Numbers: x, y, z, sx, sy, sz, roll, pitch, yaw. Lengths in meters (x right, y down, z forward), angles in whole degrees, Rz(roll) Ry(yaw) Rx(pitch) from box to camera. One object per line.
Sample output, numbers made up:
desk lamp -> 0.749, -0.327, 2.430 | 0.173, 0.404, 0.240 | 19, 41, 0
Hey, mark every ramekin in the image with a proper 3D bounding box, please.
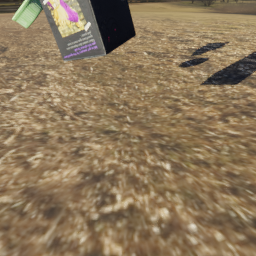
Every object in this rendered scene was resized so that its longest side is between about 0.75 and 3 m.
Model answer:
ramekin -> -2.625, -3.082, 7.420 | 0.428, 0.877, 0.877 | 36, 9, -31

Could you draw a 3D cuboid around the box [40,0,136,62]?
box -> -0.919, -2.799, 5.853 | 1.255, 2.367, 1.447 | 2, 33, 32
